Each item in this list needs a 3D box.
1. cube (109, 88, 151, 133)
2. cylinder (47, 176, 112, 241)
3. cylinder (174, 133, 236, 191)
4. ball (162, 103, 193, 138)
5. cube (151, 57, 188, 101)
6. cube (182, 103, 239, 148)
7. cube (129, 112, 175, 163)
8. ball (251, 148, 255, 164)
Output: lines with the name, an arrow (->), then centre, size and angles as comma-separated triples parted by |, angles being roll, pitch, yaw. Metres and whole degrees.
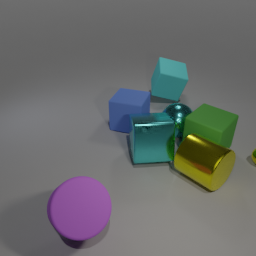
cube -> 0.091, -0.724, 11.895 | 1.400, 1.400, 1.400 | 10, 33, 16
cylinder -> -1.244, 1.955, 6.900 | 1.400, 1.400, 1.400 | -14, -10, -21
cylinder -> 2.434, 1.051, 8.934 | 1.400, 1.400, 1.400 | -25, 39, -35
ball -> 1.983, -0.305, 11.223 | 1.400, 1.400, 1.400 | 0, 31, 0
cube -> 2.018, -2.412, 13.871 | 1.400, 1.400, 1.400 | 12, 45, -9
cube -> 2.953, 0.157, 10.194 | 1.400, 1.400, 1.400 | 25, 41, 32
cube -> 0.808, 0.307, 9.920 | 1.400, 1.400, 1.400 | -3, 18, -5
ball -> 4.670, 0.983, 9.735 | 0.700, 0.700, 0.700 | 0, 31, 0
